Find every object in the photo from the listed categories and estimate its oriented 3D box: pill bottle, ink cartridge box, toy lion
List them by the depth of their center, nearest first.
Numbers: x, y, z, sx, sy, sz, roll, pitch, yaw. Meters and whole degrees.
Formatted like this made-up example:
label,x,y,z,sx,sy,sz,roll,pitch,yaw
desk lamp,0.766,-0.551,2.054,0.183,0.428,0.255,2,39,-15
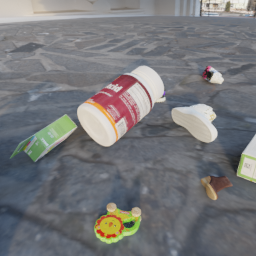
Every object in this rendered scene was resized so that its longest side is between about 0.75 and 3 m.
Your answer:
label,x,y,z,sx,sy,sz,roll,pitch,yaw
toy lion,-0.205,1.865,5.411,0.823,0.283,0.789,6,35,12
ink cartridge box,4.015,0.992,6.536,2.465,0.731,1.280,19,33,32
ink cartridge box,-2.181,0.356,7.364,0.488,0.855,1.647,49,41,-2
pill bottle,-0.143,-0.739,8.394,1.429,1.429,2.503,24,54,39

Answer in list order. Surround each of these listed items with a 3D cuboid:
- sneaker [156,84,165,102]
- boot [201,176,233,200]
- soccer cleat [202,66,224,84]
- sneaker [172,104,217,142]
label,x,y,z,sx,sy,sz,roll,pitch,yaw
sneaker,0.609,-1.526,11.258,1.859,0.925,0.646,-4,28,-10
boot,2.086,1.327,6.386,0.641,0.279,0.770,-5,24,-6
soccer cleat,4.171,-2.535,13.744,0.794,0.642,1.839,24,24,-5
sneaker,2.450,-0.284,9.006,1.218,0.776,2.108,-13,29,-18
